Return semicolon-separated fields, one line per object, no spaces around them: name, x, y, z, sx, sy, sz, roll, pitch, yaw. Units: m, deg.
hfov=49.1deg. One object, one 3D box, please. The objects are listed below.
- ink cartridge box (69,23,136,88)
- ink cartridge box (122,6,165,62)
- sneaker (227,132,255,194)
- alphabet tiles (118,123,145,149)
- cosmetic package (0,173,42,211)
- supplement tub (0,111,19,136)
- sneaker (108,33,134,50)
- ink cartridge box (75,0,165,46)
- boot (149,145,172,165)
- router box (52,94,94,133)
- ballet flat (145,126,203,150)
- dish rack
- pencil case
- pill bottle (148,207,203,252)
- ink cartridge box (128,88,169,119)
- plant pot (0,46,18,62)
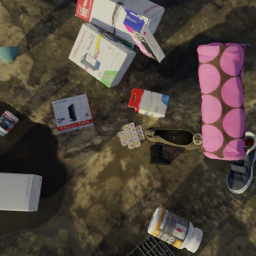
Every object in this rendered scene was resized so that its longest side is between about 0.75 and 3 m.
ink cartridge box;-1.016;-2.800;10.788;2.102;0.920;1.527;38;118;10
ink cartridge box;0.429;-2.796;8.478;0.347;1.872;0.887;-47;52;-1
sneaker;4.068;1.174;10.081;0.891;0.903;2.273;7;63;47
alphabet tiles;0.135;0.294;10.830;0.929;0.069;0.950;-17;77;-4
cosmetic package;-4.412;2.233;9.890;2.384;1.011;1.283;1;75;2
supplement tub;-4.666;-0.172;10.667;0.591;0.591;0.842;37;80;8
sneaker;-0.588;-3.253;11.413;1.493;0.624;0.902;19;68;3
ink cartridge box;-0.268;-4.526;10.916;2.824;1.170;2.072;28;39;7
boot;1.220;1.017;10.540;0.885;0.327;0.725;5;75;4
router box;-2.139;-0.562;10.891;1.372;0.335;1.232;-15;77;-3
ballet flat;1.790;0.318;10.578;2.333;0.541;0.786;10;77;2
dish rack;0.416;5.111;9.378;2.811;0.767;2.156;-38;81;-10
pencil case;2.530;-0.714;7.419;1.356;1.399;2.987;-1;99;11
pill bottle;1.613;3.501;9.611;1.677;0.976;0.976;25;78;6
ink cartridge box;0.799;-0.968;10.910;1.445;0.486;0.840;15;77;3
plant pot;-4.826;-2.986;11.296;0.852;0.852;0.574;-5;107;-1
